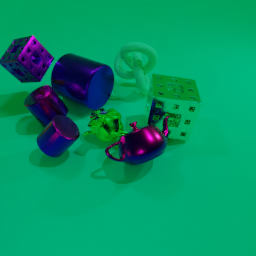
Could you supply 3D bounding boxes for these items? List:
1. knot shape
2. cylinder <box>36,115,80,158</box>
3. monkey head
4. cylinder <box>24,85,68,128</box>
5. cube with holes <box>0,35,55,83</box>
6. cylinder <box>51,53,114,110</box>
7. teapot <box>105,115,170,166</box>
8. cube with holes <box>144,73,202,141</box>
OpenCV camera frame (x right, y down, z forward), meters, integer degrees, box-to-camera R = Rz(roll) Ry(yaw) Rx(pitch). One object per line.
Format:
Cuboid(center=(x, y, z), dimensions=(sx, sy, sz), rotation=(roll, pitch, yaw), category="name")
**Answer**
Cuboid(center=(0.244, -1.902, 8.143), dimensions=(0.781, 1.582, 1.691), rotation=(-32, 76, -21), category="knot shape")
Cuboid(center=(-1.569, 0.187, 6.304), dimensions=(0.707, 0.707, 0.707), rotation=(35, 29, -23), category="cylinder")
Cuboid(center=(-0.577, 0.010, 6.679), dimensions=(1.334, 0.804, 0.960), rotation=(4, 25, 21), category="monkey head")
Cuboid(center=(-2.091, -0.550, 7.194), dimensions=(0.808, 0.808, 0.808), rotation=(-19, 39, 16), category="cylinder")
Cuboid(center=(-2.684, -1.800, 7.444), dimensions=(0.840, 0.840, 0.840), rotation=(4, 61, 35), category="cube with holes")
Cuboid(center=(-1.256, -1.313, 7.870), dimensions=(1.290, 1.290, 1.290), rotation=(23, 46, 24), category="cylinder")
Cuboid(center=(0.314, 0.257, 6.120), dimensions=(1.785, 0.874, 1.110), rotation=(-23, 2, -22), category="teapot")
Cuboid(center=(1.050, -0.528, 6.969), dimensions=(1.113, 1.113, 1.113), rotation=(8, 38, -3), category="cube with holes")
